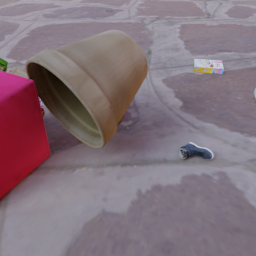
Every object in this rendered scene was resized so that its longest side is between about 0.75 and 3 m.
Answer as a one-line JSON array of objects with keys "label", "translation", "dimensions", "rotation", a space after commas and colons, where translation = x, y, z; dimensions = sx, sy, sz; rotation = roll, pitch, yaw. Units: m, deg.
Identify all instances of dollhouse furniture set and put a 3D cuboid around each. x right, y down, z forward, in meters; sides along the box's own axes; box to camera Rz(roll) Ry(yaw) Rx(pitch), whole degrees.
[{"label": "dollhouse furniture set", "translation": [-5.080, -1.999, 11.811], "dimensions": [1.804, 0.905, 1.182], "rotation": [28, 42, -10]}]

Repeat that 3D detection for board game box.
[{"label": "board game box", "translation": [3.771, -2.907, 13.185], "dimensions": [1.320, 0.266, 1.010], "rotation": [6, 36, 9]}]

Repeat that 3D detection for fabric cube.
[{"label": "fabric cube", "translation": [-3.919, 0.139, 7.052], "dimensions": [2.555, 2.507, 2.547], "rotation": [18, 41, 23]}]

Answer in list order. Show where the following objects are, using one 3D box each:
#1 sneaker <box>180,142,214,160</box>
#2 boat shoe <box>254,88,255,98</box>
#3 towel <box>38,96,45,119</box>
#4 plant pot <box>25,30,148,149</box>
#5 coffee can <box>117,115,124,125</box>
[{"label": "sneaker", "translation": [1.900, 0.737, 7.982], "dimensions": [0.662, 0.349, 0.917], "rotation": [-17, 28, -39]}, {"label": "boat shoe", "translation": [5.502, -0.871, 10.056], "dimensions": [0.635, 0.769, 2.242], "rotation": [4, 32, -28]}, {"label": "towel", "translation": [-2.872, -0.302, 8.420], "dimensions": [0.312, 1.526, 2.085], "rotation": [10, 26, -27]}, {"label": "plant pot", "translation": [-0.765, -1.175, 6.918], "dimensions": [2.597, 2.597, 2.254], "rotation": [30, 63, 35]}, {"label": "coffee can", "translation": [-0.743, -1.043, 9.385], "dimensions": [1.215, 1.660, 1.215], "rotation": [0, 36, 0]}]
